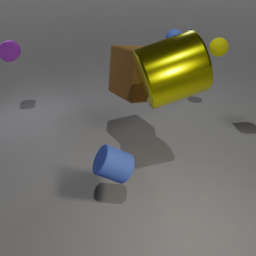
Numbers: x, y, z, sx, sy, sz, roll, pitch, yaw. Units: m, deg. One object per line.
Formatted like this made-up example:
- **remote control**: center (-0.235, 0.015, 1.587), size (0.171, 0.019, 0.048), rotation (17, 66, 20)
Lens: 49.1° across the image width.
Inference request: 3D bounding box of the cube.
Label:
- **cube**: center (0.376, -1.637, 8.282), size (1.400, 1.400, 1.400), rotation (-8, 26, -30)

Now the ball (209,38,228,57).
- **ball**: center (3.461, -3.085, 10.694), size (0.700, 0.700, 0.700), rotation (0, 29, 0)

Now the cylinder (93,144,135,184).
- **cylinder**: center (-0.325, 0.804, 6.241), size (0.700, 0.700, 0.700), rotation (24, 21, -24)

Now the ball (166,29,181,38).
- **ball**: center (1.956, -3.837, 11.899), size (0.700, 0.700, 0.700), rotation (0, 29, 0)

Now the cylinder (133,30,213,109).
- **cylinder**: center (0.979, -1.304, 6.349), size (1.400, 1.400, 1.400), rotation (-20, 31, -1)

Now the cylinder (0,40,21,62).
- **cylinder**: center (-4.326, -2.816, 10.230), size (0.700, 0.700, 0.700), rotation (-6, 22, -11)
